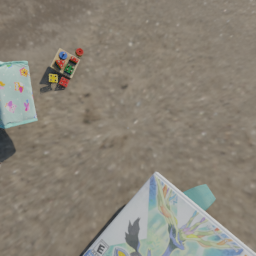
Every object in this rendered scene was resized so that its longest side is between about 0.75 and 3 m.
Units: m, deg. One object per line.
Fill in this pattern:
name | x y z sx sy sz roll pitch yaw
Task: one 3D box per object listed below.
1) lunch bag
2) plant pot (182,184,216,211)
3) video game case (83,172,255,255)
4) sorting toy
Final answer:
lunch bag | -3.467 -0.908 7.346 1.946 1.658 1.187 7 17 35
plant pot | 1.587 1.806 6.824 0.947 0.669 0.669 -29 72 -9
video game case | 0.844 2.780 5.947 2.825 0.311 2.575 38 78 22
sorting toy | -1.948 -2.002 8.711 0.730 0.256 1.514 27 69 -19
